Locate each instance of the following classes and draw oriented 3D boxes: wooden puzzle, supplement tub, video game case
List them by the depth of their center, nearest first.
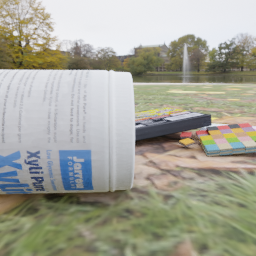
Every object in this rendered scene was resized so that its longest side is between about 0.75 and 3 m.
[{"bbox_3d":[-1.291,0.049,3.991,2.679,1.767,1.767,-1,11,-3],"label":"supplement tub"},{"bbox_3d":[2.253,0.231,6.270,2.164,0.152,1.283,-6,21,4],"label":"wooden puzzle"},{"bbox_3d":[0.521,-0.140,7.749,2.609,0.333,2.358,-11,12,-19],"label":"video game case"}]

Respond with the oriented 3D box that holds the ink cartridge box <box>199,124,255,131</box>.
[{"bbox_3d":[2.784,0.101,7.469,1.492,0.329,1.520,5,13,25],"label":"ink cartridge box"}]
